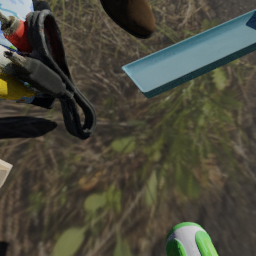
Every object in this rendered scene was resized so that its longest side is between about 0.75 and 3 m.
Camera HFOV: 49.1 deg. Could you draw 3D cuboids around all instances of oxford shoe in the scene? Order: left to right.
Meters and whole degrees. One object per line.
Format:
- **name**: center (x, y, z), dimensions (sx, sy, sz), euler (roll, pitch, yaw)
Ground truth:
- **oxford shoe**: center (-0.159, -3.259, 6.348), dimensions (0.985, 2.711, 1.144), euler (-43, 19, -14)

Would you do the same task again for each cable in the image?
- **cable**: center (-1.086, -0.657, 3.973), dimensions (0.634, 2.520, 1.224), euler (13, 77, 18)

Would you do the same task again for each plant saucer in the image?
- **plant saucer**: center (1.167, -1.126, 4.099), dimensions (2.464, 0.234, 0.861), euler (-26, 41, -6)

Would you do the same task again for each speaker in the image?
- **speaker**: center (0.854, 1.763, 3.161), dimensions (0.648, 0.648, 1.465), euler (-5, 21, -4)

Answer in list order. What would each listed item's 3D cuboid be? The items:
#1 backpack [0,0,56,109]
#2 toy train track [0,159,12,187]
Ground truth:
- **backpack**: center (-2.818, -1.659, 4.936), dimensions (2.989, 2.298, 2.439), euler (-2, 66, -21)
- **toy train track**: center (-2.403, -0.018, 2.777), dimensions (2.465, 1.414, 0.401), euler (30, 14, -10)
